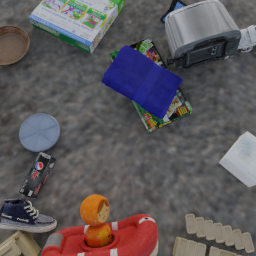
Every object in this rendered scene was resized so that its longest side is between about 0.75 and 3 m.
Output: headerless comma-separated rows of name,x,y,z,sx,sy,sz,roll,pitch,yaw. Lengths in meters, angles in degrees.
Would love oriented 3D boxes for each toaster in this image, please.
toaster,2.201,-2.930,8.959,2.498,1.419,1.613,-16,68,6

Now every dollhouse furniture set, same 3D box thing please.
dollhouse furniture set,-2.788,3.907,6.610,1.659,1.936,2.036,-37,90,-6

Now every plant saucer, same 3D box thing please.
plant saucer,-4.080,-2.758,9.503,1.551,0.284,1.551,0,72,0

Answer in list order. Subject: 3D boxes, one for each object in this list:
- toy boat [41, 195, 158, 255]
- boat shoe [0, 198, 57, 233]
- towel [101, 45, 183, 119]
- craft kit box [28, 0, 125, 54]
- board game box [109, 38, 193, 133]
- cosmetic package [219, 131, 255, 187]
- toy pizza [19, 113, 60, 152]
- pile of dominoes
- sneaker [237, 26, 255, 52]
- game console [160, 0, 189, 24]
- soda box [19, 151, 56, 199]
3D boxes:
toy boat,-0.686,2.506,6.753,2.796,1.825,1.827,-6,97,-2
boat shoe,-2.595,2.267,7.358,1.540,0.575,0.714,11,103,-24
towel,0.430,-1.370,8.374,2.141,0.530,1.581,32,64,-4
craft kit box,-1.748,-4.124,9.831,2.466,0.598,2.435,28,76,9
board game box,0.688,-1.459,9.053,1.553,0.348,2.965,-25,73,-6
cosmetic package,3.462,0.903,8.075,1.095,0.675,1.099,40,77,12
toy pizza,-2.693,0.143,8.579,1.237,0.196,1.237,0,70,0
pile of dominoes,2.320,3.403,7.536,2.153,0.343,1.678,18,72,-3
sneaker,4.362,-3.225,9.128,2.221,1.277,0.835,-9,72,-3
game console,1.720,-3.946,9.784,0.906,0.781,0.538,38,49,11
soda box,-2.578,1.342,8.039,0.407,0.454,1.284,22,73,9
